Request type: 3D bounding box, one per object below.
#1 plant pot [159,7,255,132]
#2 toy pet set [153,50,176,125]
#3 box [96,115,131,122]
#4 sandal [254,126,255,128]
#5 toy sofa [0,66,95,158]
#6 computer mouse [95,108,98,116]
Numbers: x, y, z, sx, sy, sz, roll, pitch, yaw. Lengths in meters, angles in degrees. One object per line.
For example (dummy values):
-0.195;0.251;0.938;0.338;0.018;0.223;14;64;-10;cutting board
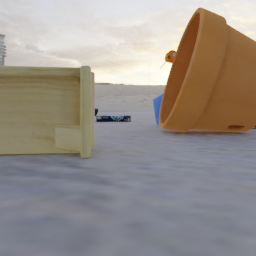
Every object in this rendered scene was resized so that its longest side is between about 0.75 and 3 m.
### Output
2.083;-1.097;6.586;1.984;2.834;2.834;16;4;-1;plant pot
1.690;-0.938;8.854;2.635;1.399;2.460;42;-20;-10;toy pet set
-0.672;-0.442;12.668;1.511;0.285;1.032;0;4;-5;box
4.236;-0.219;8.016;1.681;0.459;0.687;2;4;3;sandal
-1.738;-0.222;3.537;2.639;1.093;1.288;-1;5;-9;toy sofa
-2.033;-0.520;12.901;1.475;0.389;1.021;-19;12;-15;computer mouse
